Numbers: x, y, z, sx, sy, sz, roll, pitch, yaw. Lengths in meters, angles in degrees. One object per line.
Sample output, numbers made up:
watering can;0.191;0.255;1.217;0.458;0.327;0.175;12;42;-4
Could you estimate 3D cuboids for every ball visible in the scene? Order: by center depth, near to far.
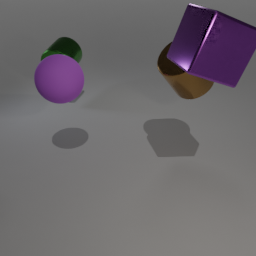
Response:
ball;-1.968;-1.403;8.075;1.400;1.400;1.400;0;29;0

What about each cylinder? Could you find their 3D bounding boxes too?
cylinder;1.823;-1.819;8.697;1.400;1.400;1.400;-17;56;27
cylinder;-2.907;-3.091;12.377;1.400;1.400;1.400;7;41;12

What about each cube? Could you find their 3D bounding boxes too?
cube;2.023;-1.999;6.789;1.400;1.400;1.400;12;25;-22
